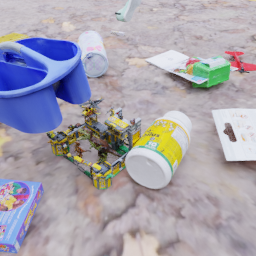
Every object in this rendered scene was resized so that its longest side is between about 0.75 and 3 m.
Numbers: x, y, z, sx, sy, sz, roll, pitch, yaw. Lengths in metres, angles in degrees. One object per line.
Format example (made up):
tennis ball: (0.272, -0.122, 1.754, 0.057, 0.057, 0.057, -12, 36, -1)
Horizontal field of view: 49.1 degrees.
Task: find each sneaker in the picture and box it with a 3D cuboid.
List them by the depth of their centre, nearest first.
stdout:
sneaker: (-0.015, -3.998, 9.177, 0.656, 0.409, 1.112, 24, 84, 47)

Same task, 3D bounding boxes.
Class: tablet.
tablet: (1.813, -3.172, 12.858, 1.789, 0.122, 1.164, -28, 46, -30)

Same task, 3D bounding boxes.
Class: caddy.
caddy: (-2.055, -1.086, 5.710, 2.722, 1.429, 1.925, 18, 51, 34)

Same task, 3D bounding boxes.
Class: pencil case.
pencil case: (-1.573, -3.242, 12.143, 1.234, 1.131, 2.721, -23, 39, 8)

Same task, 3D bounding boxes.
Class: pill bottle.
pill bottle: (0.920, 0.460, 7.382, 1.206, 1.206, 2.138, 19, 43, 22)

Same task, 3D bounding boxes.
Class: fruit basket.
fruit basket: (2.852, -2.450, 11.225, 2.069, 1.047, 2.234, -20, 40, -24)

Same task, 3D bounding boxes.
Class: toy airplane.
toy airplane: (4.866, -2.933, 12.354, 1.996, 0.367, 1.996, 1, 39, -1)

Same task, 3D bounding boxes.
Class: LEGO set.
LEGO set: (-0.899, 0.139, 7.503, 2.074, 1.563, 2.697, -27, 46, -30)

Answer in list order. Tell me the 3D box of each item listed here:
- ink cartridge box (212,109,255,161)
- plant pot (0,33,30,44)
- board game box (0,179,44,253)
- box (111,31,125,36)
ink cartridge box: (4.000, 0.345, 8.046, 2.858, 0.676, 2.288, 0, 39, 4)
plant pot: (-4.044, -2.321, 10.126, 1.896, 1.940, 1.884, -30, 39, -33)
board game box: (-2.697, 1.895, 6.255, 1.082, 0.360, 1.610, 4, 39, 5)
box: (-0.566, -5.212, 15.398, 0.806, 0.156, 0.167, 16, 41, 19)
